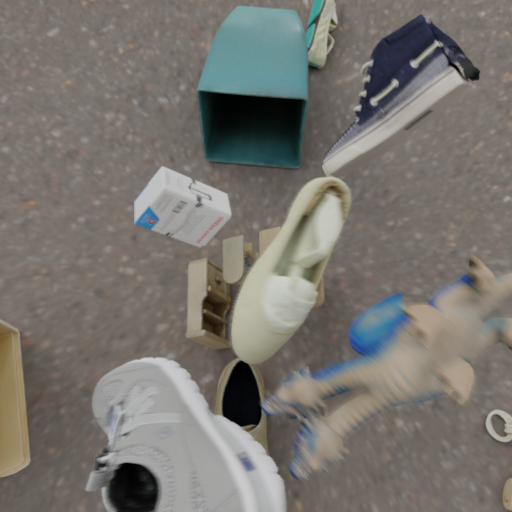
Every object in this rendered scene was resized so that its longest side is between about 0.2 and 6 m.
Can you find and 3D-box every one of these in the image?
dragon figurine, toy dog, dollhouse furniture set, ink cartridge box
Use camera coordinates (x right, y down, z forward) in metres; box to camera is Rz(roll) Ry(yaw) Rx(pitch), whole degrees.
[{"bbox_3d":[1.791,0.962,6.163,3.840,1.909,1.130,-28,83,-34],"label":"dragon figurine"},{"bbox_3d":[4.273,3.084,8.327,1.209,0.883,1.833,-3,68,-1],"label":"toy dog"},{"bbox_3d":[-0.046,0.640,8.941,1.975,1.731,1.312,-13,64,23],"label":"dollhouse furniture set"},{"bbox_3d":[-1.013,-0.647,7.730,1.087,0.793,0.458,20,42,-35],"label":"ink cartridge box"}]

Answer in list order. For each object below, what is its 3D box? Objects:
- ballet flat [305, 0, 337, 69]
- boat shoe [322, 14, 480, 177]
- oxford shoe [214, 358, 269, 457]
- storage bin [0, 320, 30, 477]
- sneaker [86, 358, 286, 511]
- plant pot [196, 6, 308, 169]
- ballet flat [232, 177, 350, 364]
[{"bbox_3d":[1.383,-4.772,11.809,0.612,0.663,1.964,24,71,-21],"label":"ballet flat"},{"bbox_3d":[1.722,-2.153,7.726,2.450,0.915,1.136,-34,79,33],"label":"boat shoe"},{"bbox_3d":[-0.276,2.913,8.299,1.001,1.062,2.841,-5,68,-2],"label":"oxford shoe"},{"bbox_3d":[-4.312,2.005,7.953,1.130,2.412,2.394,-14,68,-4],"label":"storage bin"},{"bbox_3d":[-1.188,1.999,5.954,1.412,3.445,1.287,-8,100,-34],"label":"sneaker"},{"bbox_3d":[0.039,-3.310,10.528,1.851,1.850,2.619,5,61,2],"label":"plant pot"},{"bbox_3d":[0.524,0.147,7.323,0.955,0.955,2.749,22,77,9],"label":"ballet flat"}]
